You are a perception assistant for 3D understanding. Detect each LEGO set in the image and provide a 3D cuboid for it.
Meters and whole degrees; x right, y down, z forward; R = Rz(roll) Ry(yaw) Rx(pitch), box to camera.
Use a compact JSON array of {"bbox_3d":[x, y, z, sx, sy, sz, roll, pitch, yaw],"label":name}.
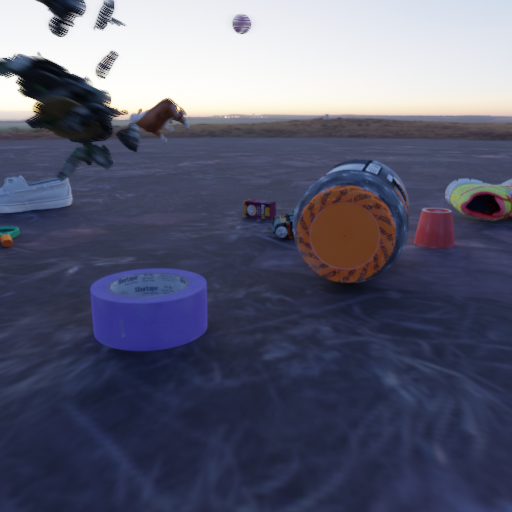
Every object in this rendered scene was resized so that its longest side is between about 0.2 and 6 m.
[{"bbox_3d":[-2.942,-2.812,9.003,2.759,1.204,4.249,29,-33,-23],"label":"LEGO set"}]

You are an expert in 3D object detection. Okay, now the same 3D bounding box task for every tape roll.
[{"bbox_3d":[-1.154,0.550,6.114,1.241,0.527,1.241,0,15,0],"label":"tape roll"}]

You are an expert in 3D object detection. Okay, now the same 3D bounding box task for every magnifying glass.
[{"bbox_3d":[-4.667,-0.372,10.390,0.560,0.158,1.408,-7,17,-26],"label":"magnifying glass"}]

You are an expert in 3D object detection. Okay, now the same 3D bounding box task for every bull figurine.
[{"bbox_3d":[-1.952,-2.721,11.251,0.840,0.451,1.384,32,-28,-33],"label":"bull figurine"}]

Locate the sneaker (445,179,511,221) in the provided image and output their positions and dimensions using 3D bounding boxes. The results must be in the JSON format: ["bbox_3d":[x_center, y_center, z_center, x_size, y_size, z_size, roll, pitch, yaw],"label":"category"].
[{"bbox_3d":[5.400,-1.128,12.134,2.375,0.928,1.072,-1,26,8],"label":"sneaker"}]

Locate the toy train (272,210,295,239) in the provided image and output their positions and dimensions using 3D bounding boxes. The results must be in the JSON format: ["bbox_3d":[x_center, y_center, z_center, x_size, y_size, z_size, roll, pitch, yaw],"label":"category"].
[{"bbox_3d":[0.604,-0.565,10.666,0.592,0.443,1.039,-12,16,4],"label":"toy train"}]

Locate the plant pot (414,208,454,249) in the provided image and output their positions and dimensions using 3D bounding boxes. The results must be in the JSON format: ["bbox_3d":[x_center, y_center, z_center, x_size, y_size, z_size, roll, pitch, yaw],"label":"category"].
[{"bbox_3d":[3.190,-0.505,9.947,0.713,0.631,0.713,1,15,0],"label":"plant pot"}]

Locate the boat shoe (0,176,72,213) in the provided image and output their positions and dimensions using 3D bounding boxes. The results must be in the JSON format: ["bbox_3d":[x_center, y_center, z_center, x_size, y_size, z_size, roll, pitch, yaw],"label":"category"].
[{"bbox_3d":[-5.596,-1.499,13.341,2.391,0.819,0.861,-9,17,-30],"label":"boat shoe"}]

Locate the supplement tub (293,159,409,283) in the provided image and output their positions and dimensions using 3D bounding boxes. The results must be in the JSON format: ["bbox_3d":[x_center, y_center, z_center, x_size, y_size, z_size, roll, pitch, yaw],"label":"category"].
[{"bbox_3d":[1.431,-0.545,8.211,1.575,1.575,2.571,4,16,15],"label":"supplement tub"}]

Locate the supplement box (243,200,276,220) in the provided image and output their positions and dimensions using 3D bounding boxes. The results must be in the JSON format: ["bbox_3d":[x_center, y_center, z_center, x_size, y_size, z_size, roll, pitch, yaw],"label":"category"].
[{"bbox_3d":[0.079,-1.021,12.392,0.689,0.380,0.295,9,18,32],"label":"supplement box"}]

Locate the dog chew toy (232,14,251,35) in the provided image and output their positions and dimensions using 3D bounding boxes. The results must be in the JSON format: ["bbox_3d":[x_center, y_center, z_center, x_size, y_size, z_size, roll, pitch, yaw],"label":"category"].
[{"bbox_3d":[-0.283,-4.961,11.992,0.407,0.407,0.653,3,22,10],"label":"dog chew toy"}]
